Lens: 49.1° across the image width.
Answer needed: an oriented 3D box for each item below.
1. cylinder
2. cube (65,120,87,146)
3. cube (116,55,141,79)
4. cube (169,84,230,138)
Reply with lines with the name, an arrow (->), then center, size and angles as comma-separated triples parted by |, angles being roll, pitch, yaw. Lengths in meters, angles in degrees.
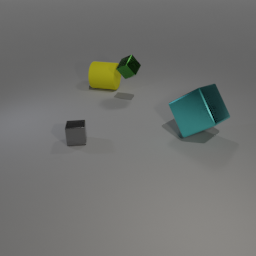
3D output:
cylinder -> -1.226, -2.808, 15.002 | 1.400, 1.400, 1.400 | 7, 29, 13
cube -> -1.891, 0.166, 10.251 | 0.700, 0.700, 0.700 | -4, 25, -5
cube -> 0.026, -2.766, 12.710 | 0.700, 0.700, 0.700 | -9, 47, 46
cube -> 2.628, -0.649, 10.313 | 1.400, 1.400, 1.400 | -26, -4, 42
